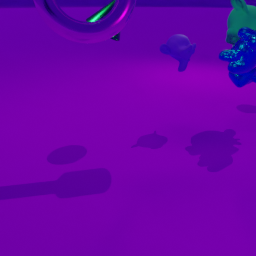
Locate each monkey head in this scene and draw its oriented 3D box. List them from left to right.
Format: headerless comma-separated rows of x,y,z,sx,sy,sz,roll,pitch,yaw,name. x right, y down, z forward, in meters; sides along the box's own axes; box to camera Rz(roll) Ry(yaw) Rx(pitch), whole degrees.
1.297,-1.948,7.227,0.726,0.867,1.205,30,35,26,monkey head
3.130,-2.541,7.041,1.727,1.041,1.242,19,3,-40,monkey head

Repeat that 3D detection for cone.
-0.346,-2.611,6.332,0.897,0.900,0.897,28,25,-15,cone

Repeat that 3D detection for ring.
-0.797,-2.600,5.255,1.970,1.970,0.394,-5,7,-10,ring

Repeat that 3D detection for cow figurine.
2.903,-1.650,6.724,1.467,1.491,0.818,-2,52,-32,cow figurine
